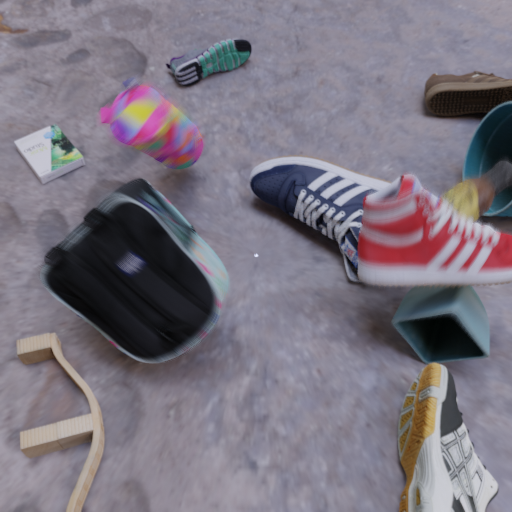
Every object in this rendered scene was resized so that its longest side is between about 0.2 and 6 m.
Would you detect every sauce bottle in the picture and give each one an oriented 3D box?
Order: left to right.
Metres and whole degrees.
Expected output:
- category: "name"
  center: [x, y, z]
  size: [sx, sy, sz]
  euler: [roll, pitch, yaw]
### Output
- category: "sauce bottle"
  center: [2.843, -0.687, 7.806]
  size: [1.738, 0.562, 0.562]
  euler: [-37, 60, -4]

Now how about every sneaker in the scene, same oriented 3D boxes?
- category: "sneaker"
  center: [-1.026, -4.347, 12.099]
  size: [1.852, 0.689, 0.810]
  euler: [-27, 53, -18]
- category: "sneaker"
  center: [1.189, -0.589, 9.010]
  size: [2.988, 1.047, 1.621]
  euler: [14, 52, 7]
- category: "sneaker"
  center: [2.368, 2.555, 6.855]
  size: [1.064, 0.918, 2.427]
  euler: [14, 60, -4]
- category: "sneaker"
  center: [2.449, -0.369, 6.960]
  size: [2.365, 1.330, 0.842]
  euler: [-4, 20, 4]
- category: "sneaker"
  center: [4.699, -3.325, 11.156]
  size: [2.610, 0.919, 0.986]
  euler: [6, 51, 4]

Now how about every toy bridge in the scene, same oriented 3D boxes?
- category: "toy bridge"
  center: [-2.491, 2.315, 7.211]
  size: [0.999, 0.404, 2.971]
  euler: [-13, 54, -11]

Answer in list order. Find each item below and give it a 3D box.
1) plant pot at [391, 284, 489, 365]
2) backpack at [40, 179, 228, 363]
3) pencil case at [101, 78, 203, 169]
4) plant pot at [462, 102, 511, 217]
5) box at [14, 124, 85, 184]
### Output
- category: "plant pot"
  center: [2.651, 0.784, 7.810]
  size: [0.971, 0.974, 0.992]
  euler: [-18, 32, 44]
- category: "backpack"
  center: [-1.449, 0.270, 7.428]
  size: [2.114, 1.877, 1.592]
  euler: [47, 17, -10]
- category: "pencil case"
  center: [-1.538, -1.975, 8.831]
  size: [0.960, 2.171, 0.960]
  euler: [-1, 87, 12]
- category: "plant pot"
  center: [4.732, -1.462, 9.310]
  size: [1.748, 1.860, 1.860]
  euler: [7, 52, -13]
- category: "box"
  center: [-3.890, -1.935, 10.538]
  size: [0.874, 0.220, 1.211]
  euler: [-32, 60, -21]
